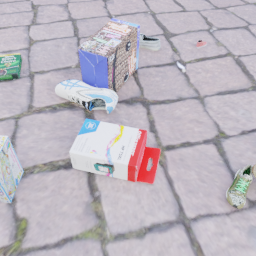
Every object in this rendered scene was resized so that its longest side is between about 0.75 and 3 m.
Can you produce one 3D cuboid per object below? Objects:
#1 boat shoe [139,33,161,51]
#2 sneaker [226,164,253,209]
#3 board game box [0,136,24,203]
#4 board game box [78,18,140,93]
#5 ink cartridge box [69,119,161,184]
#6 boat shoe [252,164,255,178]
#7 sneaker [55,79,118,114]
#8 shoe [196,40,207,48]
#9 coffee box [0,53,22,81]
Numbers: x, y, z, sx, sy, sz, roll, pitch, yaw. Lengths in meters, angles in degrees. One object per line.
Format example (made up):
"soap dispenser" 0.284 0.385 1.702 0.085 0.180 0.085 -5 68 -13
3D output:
"boat shoe" 0.785 -4.530 14.400 1.903 0.678 0.664 17 49 16
"sneaker" 3.432 1.689 8.477 0.609 0.702 1.585 21 50 19
"board game box" -3.604 1.236 8.188 0.300 1.751 1.177 4 46 3
"board game box" -0.704 -2.909 11.809 1.334 2.197 2.755 21 50 17
"ink cartridge box" -0.329 0.750 9.214 2.725 0.916 1.583 10 48 9
"boat shoe" 4.536 1.741 8.139 0.694 0.692 1.924 -32 75 -26
"sneaker" -1.755 -1.235 11.113 2.727 0.980 0.988 13 54 16
"shoe" 3.840 -4.409 14.517 0.759 0.345 0.271 -28 53 -24
"coffee box" -5.537 -2.856 13.020 1.040 0.372 1.691 -7 47 -6
